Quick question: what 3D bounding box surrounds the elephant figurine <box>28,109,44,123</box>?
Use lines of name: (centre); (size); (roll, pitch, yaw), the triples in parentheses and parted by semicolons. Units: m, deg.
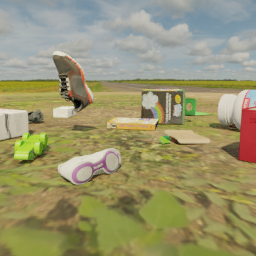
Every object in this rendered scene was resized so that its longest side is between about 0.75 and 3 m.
elephant figurine: (-4.466, -0.461, 12.985); (0.968, 0.751, 0.685); (-8, 50, 16)

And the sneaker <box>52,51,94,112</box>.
sneaker: (-1.920, -1.447, 9.352); (0.870, 2.258, 0.925); (9, 50, 39)

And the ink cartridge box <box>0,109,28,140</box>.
ink cartridge box: (-4.699, -0.079, 9.414); (1.579, 0.891, 2.151); (5, 11, 27)

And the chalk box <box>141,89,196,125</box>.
chalk box: (1.887, -1.026, 13.147); (2.519, 1.572, 1.561); (2, 10, 4)

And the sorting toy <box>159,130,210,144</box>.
sorting toy: (1.649, 0.317, 9.056); (1.632, 0.240, 1.206); (1, 14, -15)

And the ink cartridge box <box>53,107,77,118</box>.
ink cartridge box: (-3.457, -0.912, 15.601); (0.871, 0.501, 1.488); (2, 10, 11)

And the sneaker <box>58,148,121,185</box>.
sneaker: (-0.760, 0.703, 5.804); (0.736, 0.553, 1.477); (8, 13, 41)

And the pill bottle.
pill bottle: (5.030, -0.609, 10.441); (2.991, 1.626, 1.626); (7, 12, 40)

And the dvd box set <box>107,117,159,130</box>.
dvd box set: (0.250, -0.190, 11.898); (1.994, 0.293, 1.459); (2, 10, 10)

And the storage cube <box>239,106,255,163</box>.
storage cube: (3.533, 0.165, 6.785); (1.233, 1.296, 1.442); (9, 14, 42)

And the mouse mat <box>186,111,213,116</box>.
mouse mat: (3.793, -0.886, 16.811); (1.704, 0.080, 2.117); (-4, 11, -22)

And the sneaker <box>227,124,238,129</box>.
sneaker: (4.451, -0.152, 11.503); (0.796, 0.359, 0.298); (-2, 10, -11)

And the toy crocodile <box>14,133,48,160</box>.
toy crocodile: (-2.495, 0.500, 7.312); (0.619, 0.566, 1.834); (0, 14, -5)
